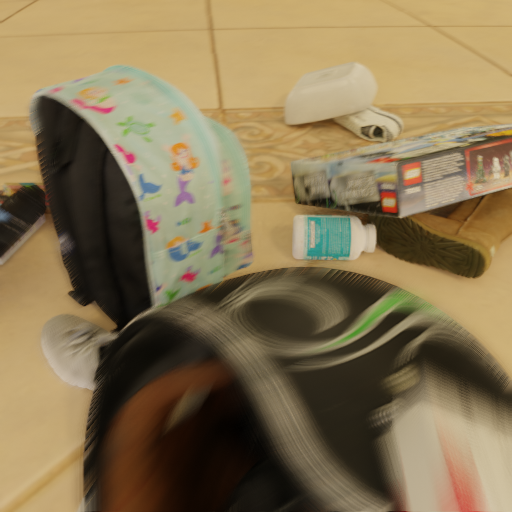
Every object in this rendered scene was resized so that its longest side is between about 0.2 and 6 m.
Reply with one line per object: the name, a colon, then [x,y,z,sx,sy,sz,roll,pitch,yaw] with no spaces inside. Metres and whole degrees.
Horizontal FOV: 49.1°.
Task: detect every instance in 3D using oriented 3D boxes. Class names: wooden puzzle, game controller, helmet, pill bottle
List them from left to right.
game controller: [-4.193,-0.054,8.231,1.380,0.557,2.646,8,53,44]
wooden puzzle: [-3.856,-1.158,10.465,2.331,0.164,1.382,-6,21,-36]
helmet: [0.596,1.667,4.491,3.165,3.320,3.320,7,25,-41]
pill bottle: [1.272,-0.300,9.261,1.333,0.738,0.738,1,36,3]

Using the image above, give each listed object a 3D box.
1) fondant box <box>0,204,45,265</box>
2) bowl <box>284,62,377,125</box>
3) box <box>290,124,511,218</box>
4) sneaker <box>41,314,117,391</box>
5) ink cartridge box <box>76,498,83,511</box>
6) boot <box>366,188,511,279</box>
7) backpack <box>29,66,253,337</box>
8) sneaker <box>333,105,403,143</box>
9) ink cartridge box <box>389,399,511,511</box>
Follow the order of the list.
fondant box: [-4.527,-0.464,9.767,1.027,0.414,1.423,7,37,11]
bowl: [1.805,-4.145,14.028,2.218,0.828,2.215,-7,29,24]
box: [3.254,-1.645,9.967,4.417,0.881,3.024,-15,14,-23]
sneaker: [-1.878,1.217,6.972,2.301,0.943,0.860,25,43,31]
ink cartridge box: [-1.219,2.405,5.701,0.883,0.509,1.525,4,36,6]
boot: [3.441,-0.651,9.788,2.208,0.834,2.521,28,42,26]
backpack: [-1.562,-0.824,7.584,2.476,3.289,2.920,-33,46,-28]
sneaker: [2.536,-3.190,13.384,1.853,0.708,0.746,25,52,33]
ink cartridge box: [1.044,1.055,2.587,0.731,0.303,0.536,24,28,-16]
